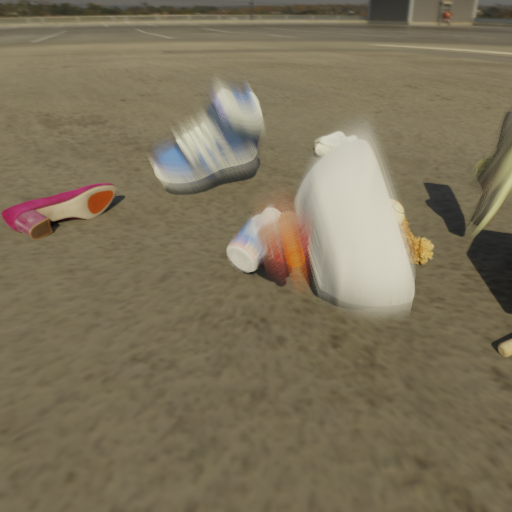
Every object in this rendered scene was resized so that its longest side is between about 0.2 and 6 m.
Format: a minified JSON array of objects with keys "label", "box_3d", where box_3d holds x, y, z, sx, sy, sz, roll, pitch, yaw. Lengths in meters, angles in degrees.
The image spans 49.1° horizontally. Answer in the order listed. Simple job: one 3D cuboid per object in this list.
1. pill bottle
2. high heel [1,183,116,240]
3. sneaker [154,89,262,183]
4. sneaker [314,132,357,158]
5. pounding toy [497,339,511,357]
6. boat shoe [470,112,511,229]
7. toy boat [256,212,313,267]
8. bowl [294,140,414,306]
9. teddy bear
[{"label":"pill bottle","box_3d":[0.034,-0.265,8.320,0.536,0.536,0.955,18,53,32]},{"label":"high heel","box_3d":[-3.680,-1.031,10.566,0.998,0.700,2.076,29,40,27]},{"label":"sneaker","box_3d":[-0.949,-2.461,10.893,2.281,1.670,0.919,-18,50,-20]},{"label":"sneaker","box_3d":[2.001,-2.668,14.173,0.926,0.726,1.863,-12,19,-10]},{"label":"pounding toy","box_3d":[4.316,0.369,7.198,2.063,1.593,2.241,10,17,19]},{"label":"boat shoe","box_3d":[3.799,-1.362,8.869,0.623,1.897,0.678,24,28,11]},{"label":"toy boat","box_3d":[0.323,-0.095,5.528,0.471,0.722,0.472,-34,57,11]},{"label":"bowl","box_3d":[1.038,-0.286,6.713,0.729,1.954,1.951,-16,-1,-6]},{"label":"teddy bear","box_3d":[1.879,-0.301,9.019,1.787,0.823,2.465,25,36,38]}]
